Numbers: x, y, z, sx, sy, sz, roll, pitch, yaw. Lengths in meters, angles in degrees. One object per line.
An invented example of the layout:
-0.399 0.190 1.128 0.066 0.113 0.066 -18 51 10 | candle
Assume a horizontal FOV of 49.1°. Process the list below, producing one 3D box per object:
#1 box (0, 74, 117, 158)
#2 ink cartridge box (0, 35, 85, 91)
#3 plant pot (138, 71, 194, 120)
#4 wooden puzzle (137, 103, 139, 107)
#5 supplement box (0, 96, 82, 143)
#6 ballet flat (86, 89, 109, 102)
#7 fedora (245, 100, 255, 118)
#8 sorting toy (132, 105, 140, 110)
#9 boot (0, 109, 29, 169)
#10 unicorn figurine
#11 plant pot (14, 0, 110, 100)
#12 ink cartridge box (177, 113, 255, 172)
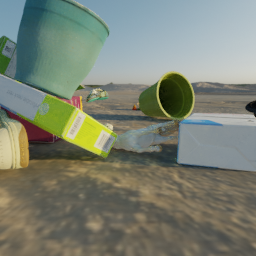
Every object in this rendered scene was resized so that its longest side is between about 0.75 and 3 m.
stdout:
-1.630 -0.283 5.662 2.566 0.611 1.564 24 -7 29 | box
-3.148 -1.389 8.880 2.853 1.081 2.108 30 -24 -37 | ink cartridge box
1.554 -1.286 12.832 2.141 2.141 2.033 -5 -3 -32 | plant pot
1.032 -1.314 17.391 0.826 0.166 0.893 -2 32 -15 | wooden puzzle
-2.372 -0.331 8.133 1.477 1.165 2.257 1 9 9 | supplement box
-1.082 -1.103 9.359 0.436 0.436 1.176 4 11 25 | ballet flat
5.354 -0.581 10.744 1.717 0.784 1.717 -10 17 3 | fedora
0.663 -1.306 17.457 1.018 0.351 0.353 -8 12 -40 | sorting toy
-3.149 0.280 4.914 2.133 0.999 2.745 -8 14 -34 | boot
0.269 0.180 6.434 1.573 0.846 2.290 -6 -12 43 | unicorn figurine
-1.742 -1.797 6.734 2.072 1.947 2.072 20 -2 1 | plant pot
1.991 0.151 6.067 1.426 0.821 2.462 3 9 20 | ink cartridge box
